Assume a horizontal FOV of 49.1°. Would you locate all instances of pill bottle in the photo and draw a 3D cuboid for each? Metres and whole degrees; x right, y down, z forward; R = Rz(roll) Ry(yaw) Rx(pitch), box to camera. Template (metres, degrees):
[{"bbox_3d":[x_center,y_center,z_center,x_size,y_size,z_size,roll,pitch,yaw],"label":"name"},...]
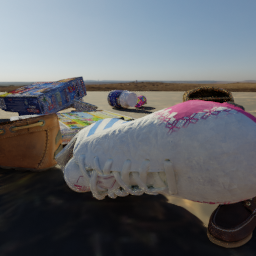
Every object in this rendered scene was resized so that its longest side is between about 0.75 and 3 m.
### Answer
[{"bbox_3d":[-0.283,-1.467,14.212,0.890,0.890,1.538,-8,11,-42],"label":"pill bottle"}]

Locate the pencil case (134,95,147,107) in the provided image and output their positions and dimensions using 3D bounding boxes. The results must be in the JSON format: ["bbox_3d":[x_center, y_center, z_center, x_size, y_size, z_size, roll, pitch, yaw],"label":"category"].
[{"bbox_3d":[0.621,-1.416,15.047,0.605,0.605,1.369,3,9,17],"label":"pencil case"}]

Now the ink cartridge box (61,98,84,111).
[{"bbox_3d":[-2.973,-1.123,12.350,1.546,0.543,1.902,-21,15,-24],"label":"ink cartridge box"}]

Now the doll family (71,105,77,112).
[{"bbox_3d":[-1.759,-0.823,11.333,0.715,0.519,1.152,-8,12,-43],"label":"doll family"}]

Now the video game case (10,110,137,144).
[{"bbox_3d":[-1.414,-0.078,6.858,2.677,0.337,2.941,-7,11,-23],"label":"video game case"}]

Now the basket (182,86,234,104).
[{"bbox_3d":[2.661,-0.806,9.254,1.584,1.131,1.180,0,8,2],"label":"basket"}]

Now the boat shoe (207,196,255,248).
[{"bbox_3d":[0.968,0.668,2.410,0.340,0.339,0.965,14,17,36],"label":"boat shoe"}]

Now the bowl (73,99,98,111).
[{"bbox_3d":[-1.528,-0.672,9.851,0.930,0.436,0.930,17,7,-2],"label":"bowl"}]

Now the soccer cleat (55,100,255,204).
[{"bbox_3d":[0.050,0.369,2.695,1.122,0.908,2.599,-28,11,-26],"label":"soccer cleat"}]

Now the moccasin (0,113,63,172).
[{"bbox_3d":[-2.249,0.077,3.960,2.597,1.002,0.950,1,12,8],"label":"moccasin"}]

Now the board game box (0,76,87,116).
[{"bbox_3d":[-3.092,-1.238,10.773,2.761,0.851,2.759,6,26,37],"label":"board game box"}]
